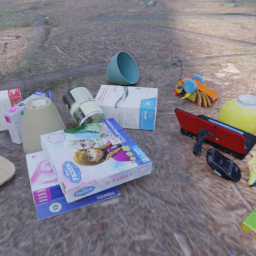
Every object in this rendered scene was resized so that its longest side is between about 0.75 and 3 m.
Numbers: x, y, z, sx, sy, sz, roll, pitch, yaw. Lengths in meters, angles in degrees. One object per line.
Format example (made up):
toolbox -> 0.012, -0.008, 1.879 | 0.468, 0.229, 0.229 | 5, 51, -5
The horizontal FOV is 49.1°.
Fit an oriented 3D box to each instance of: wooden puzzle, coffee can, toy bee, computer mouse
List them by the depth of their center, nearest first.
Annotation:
wooden puzzle -> -4.914, 1.539, 7.748 | 2.512, 0.506, 2.715 | 21, 45, 27
computer mouse -> 2.590, 0.811, 8.280 | 1.748, 0.402, 1.228 | 33, 46, -10
coffee can -> -1.478, -0.660, 9.362 | 0.952, 0.952, 1.300 | -22, 62, -28
toy bee -> 2.629, -1.702, 11.923 | 1.597, 1.326, 2.439 | -9, 59, -28

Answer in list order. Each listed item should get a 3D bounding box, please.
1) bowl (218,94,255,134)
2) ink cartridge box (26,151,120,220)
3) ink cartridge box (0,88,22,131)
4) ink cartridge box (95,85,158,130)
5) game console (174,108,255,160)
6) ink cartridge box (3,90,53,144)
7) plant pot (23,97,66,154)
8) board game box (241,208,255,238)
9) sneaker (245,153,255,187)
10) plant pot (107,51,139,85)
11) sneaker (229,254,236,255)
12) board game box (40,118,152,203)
bowl -> 4.370, -0.671, 10.443 | 1.788, 0.962, 1.788 | 0, 36, 0
ink cartridge box -> -1.640, 1.296, 8.041 | 2.246, 0.495, 2.287 | -13, 36, -19
ink cartridge box -> -4.646, -0.589, 10.014 | 1.770, 1.299, 0.734 | -12, 37, -19
ink cartridge box -> -0.341, -0.837, 10.683 | 2.841, 0.947, 1.645 | 4, 35, 6
game console -> 2.961, -0.102, 9.246 | 2.337, 1.387, 2.014 | 27, 44, 33
ink cartridge box -> -3.411, -0.467, 9.937 | 0.417, 1.187, 1.988 | 16, 38, 23
plant pot -> -2.748, -0.125, 9.056 | 1.535, 1.639, 1.535 | 0, 34, 0
board game box -> 3.836, 2.132, 6.995 | 2.111, 0.316, 1.008 | -30, 45, -32
sneaker -> 3.596, 1.179, 8.037 | 0.491, 0.425, 1.087 | 15, 64, 32
plant pot -> -0.378, -2.634, 13.043 | 1.040, 1.545, 1.545 | -18, 21, 38
sneaker -> 2.369, 2.704, 5.492 | 0.788, 0.351, 0.310 | 22, 40, 30
board game box -> -0.972, 0.740, 8.010 | 2.425, 0.500, 2.431 | -16, 39, -25
